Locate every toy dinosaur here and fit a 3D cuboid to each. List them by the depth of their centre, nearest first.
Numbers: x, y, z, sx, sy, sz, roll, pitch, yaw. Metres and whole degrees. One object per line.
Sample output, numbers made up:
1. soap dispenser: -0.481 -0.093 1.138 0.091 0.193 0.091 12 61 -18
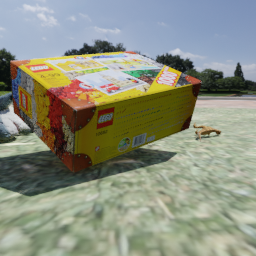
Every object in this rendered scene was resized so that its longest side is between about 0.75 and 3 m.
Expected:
1. toy dinosaur: 1.962 0.065 7.227 1.203 0.363 0.639 -7 12 -41

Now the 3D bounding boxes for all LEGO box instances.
1. LEGO box: -0.362 -0.551 5.133 2.745 1.059 2.044 -18 39 -39

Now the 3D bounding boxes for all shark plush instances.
1. shark plush: -3.799 -0.221 7.305 2.746 1.248 1.144 11 43 19
